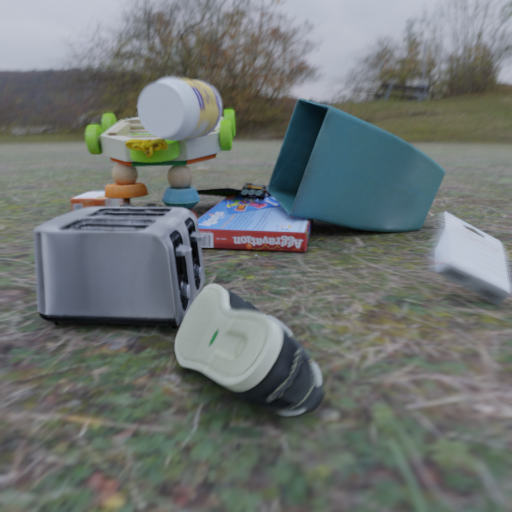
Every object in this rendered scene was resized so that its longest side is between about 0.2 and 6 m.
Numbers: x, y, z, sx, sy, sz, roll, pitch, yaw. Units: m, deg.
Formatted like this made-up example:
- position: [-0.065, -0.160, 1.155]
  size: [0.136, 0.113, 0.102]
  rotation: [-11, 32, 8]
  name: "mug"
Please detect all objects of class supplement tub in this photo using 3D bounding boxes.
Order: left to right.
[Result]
- position: [-1.429, -2.763, 10.580]
  size: [1.120, 1.120, 1.540]
  rotation: [5, 16, 19]
  name: "supplement tub"

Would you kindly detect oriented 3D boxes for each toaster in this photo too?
- position: [-1.771, 0.092, 7.348]
  size: [2.071, 1.229, 1.872]
  rotation: [1, 14, 6]
  name: "toaster"

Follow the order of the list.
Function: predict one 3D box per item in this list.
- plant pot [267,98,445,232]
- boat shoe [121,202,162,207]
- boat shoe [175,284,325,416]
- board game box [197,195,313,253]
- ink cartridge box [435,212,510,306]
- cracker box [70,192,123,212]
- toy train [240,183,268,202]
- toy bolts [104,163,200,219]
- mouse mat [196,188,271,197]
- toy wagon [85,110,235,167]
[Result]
- position: [2.249, -1.803, 12.216]
  size: [3.147, 2.224, 2.223]
  rotation: [14, 16, -17]
  name: "plant pot"
- position: [-2.079, -0.848, 11.602]
  size: [1.523, 0.494, 0.558]
  rotation: [22, 7, 9]
  name: "boat shoe"
- position: [-0.184, 0.897, 5.541]
  size: [0.836, 0.888, 2.472]
  rotation: [33, -6, -23]
  name: "boat shoe"
- position: [0.102, -0.839, 12.513]
  size: [2.302, 0.435, 4.473]
  rotation: [4, 15, 8]
  name: "board game box"
- position: [3.005, 0.009, 7.885]
  size: [1.009, 0.312, 1.244]
  rotation: [27, 37, -5]
  name: "ink cartridge box"
- position: [-4.204, -1.427, 14.864]
  size: [0.915, 0.394, 1.367]
  rotation: [2, 16, 7]
  name: "cracker box"
- position: [-0.030, -1.539, 13.435]
  size: [0.737, 0.314, 0.420]
  rotation: [6, 56, 29]
  name: "toy train"
- position: [-2.270, -1.201, 11.832]
  size: [2.122, 1.472, 2.027]
  rotation: [0, 15, 0]
  name: "toy bolts"
- position: [-0.402, -1.648, 15.014]
  size: [2.663, 0.100, 2.142]
  rotation: [-2, 3, -42]
  name: "mouse mat"
- position: [-2.079, -2.581, 12.350]
  size: [3.125, 0.797, 4.027]
  rotation: [-2, 24, 1]
  name: "toy wagon"
